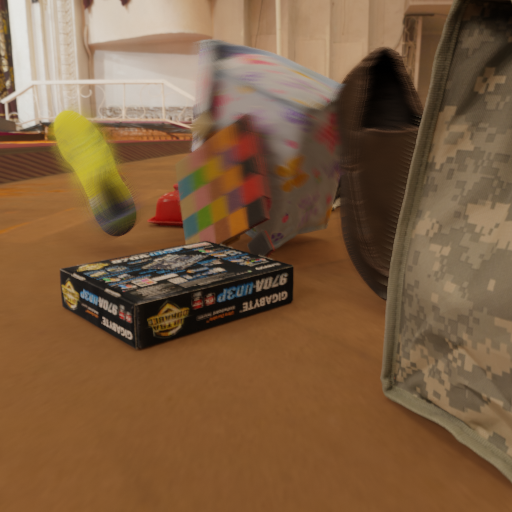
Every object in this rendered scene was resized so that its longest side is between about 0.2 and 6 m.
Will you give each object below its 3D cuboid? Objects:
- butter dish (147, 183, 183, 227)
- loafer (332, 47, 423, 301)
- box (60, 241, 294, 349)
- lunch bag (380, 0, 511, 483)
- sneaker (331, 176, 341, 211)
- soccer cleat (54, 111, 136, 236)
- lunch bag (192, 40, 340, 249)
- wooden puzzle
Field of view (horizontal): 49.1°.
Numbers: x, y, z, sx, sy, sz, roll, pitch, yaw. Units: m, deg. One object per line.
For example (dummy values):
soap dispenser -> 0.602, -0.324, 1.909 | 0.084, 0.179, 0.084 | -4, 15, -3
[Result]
butter dish -> -1.580, -1.086, 11.605 | 1.133, 0.840, 1.136 | 4, 15, 11
loafer -> 1.582, -1.034, 6.681 | 1.246, 3.413, 1.218 | -10, -22, -3
box -> -0.920, 0.349, 6.670 | 2.214, 0.509, 1.760 | -13, 19, -41
lunch bag -> 2.503, -0.332, 4.013 | 2.594, 3.163, 1.860 | -6, 15, -25
sneaker -> 1.688, -1.707, 13.560 | 0.918, 1.062, 2.425 | 9, 17, 32
soccer cleat -> -2.589, -1.436, 9.132 | 0.755, 2.334, 0.976 | -25, -6, -21
lunch bag -> -0.093, -2.000, 9.662 | 1.956, 2.610, 3.078 | -20, 46, -38
wooden puzzle -> -0.523, -0.953, 8.293 | 0.201, 2.865, 1.699 | 11, -28, -44
